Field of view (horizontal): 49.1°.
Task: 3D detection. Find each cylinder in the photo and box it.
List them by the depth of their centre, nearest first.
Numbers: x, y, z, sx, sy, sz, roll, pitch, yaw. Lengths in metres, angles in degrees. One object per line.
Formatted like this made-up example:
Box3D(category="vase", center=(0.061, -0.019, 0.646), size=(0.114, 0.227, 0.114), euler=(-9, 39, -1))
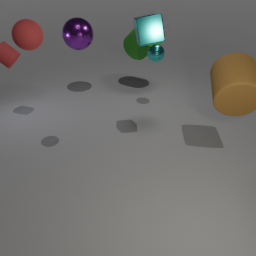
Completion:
Box3D(category="cylinder", center=(3.268, -1.316, 8.524), size=(1.400, 1.400, 1.400), euler=(4, 52, 6))
Box3D(category="cylinder", center=(-4.403, -2.643, 10.136), size=(0.700, 0.700, 0.700), euler=(38, 23, -20))
Box3D(category="cylinder", center=(0.701, -4.251, 13.679), size=(1.400, 1.400, 1.400), euler=(-22, -2, -33))

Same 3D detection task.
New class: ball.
Box3D(category="ball", center=(-2.334, -2.166, 6.522), size=(0.700, 0.700, 0.700), euler=(0, 30, 0))
Box3D(category="ball", center=(1.131, -3.016, 11.291), size=(0.700, 0.700, 0.700), euler=(0, 30, 0))
Box3D(category="ball", center=(-2.246, -4.217, 12.577), size=(1.400, 1.400, 1.400), euler=(0, 30, 0))

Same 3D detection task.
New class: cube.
Box3D(category="cube", center=(0.565, -2.689, 7.630), size=(0.700, 0.700, 0.700), euler=(-11, 24, 0))
